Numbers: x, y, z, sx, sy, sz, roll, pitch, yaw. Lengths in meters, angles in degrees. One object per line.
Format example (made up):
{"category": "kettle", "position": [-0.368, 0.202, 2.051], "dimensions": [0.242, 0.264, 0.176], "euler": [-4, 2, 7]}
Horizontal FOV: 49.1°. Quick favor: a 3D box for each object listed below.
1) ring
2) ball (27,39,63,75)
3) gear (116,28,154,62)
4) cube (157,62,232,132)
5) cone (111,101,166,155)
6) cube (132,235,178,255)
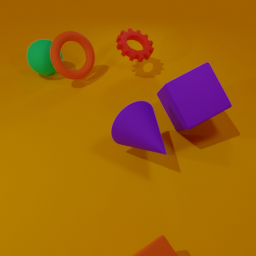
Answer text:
{"category": "ring", "position": [-1.914, -2.540, 9.835], "dimensions": [1.671, 1.671, 0.334], "euler": [-35, 24, -28]}
{"category": "ball", "position": [-3.071, -2.621, 10.373], "dimensions": [1.285, 1.285, 1.285], "euler": [0, 47, 0]}
{"category": "gear", "position": [0.256, -3.002, 10.132], "dimensions": [1.364, 0.252, 1.364], "euler": [8, 60, -15]}
{"category": "cube", "position": [1.827, -0.824, 8.057], "dimensions": [1.372, 1.372, 1.372], "euler": [-28, 89, -5]}
{"category": "cone", "position": [0.535, 0.256, 7.243], "dimensions": [1.422, 1.422, 1.427], "euler": [-26, 47, -22]}
{"category": "cube", "position": [0.331, 2.861, 4.965], "dimensions": [1.158, 1.158, 1.158], "euler": [-19, 64, -41]}
